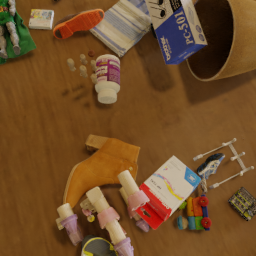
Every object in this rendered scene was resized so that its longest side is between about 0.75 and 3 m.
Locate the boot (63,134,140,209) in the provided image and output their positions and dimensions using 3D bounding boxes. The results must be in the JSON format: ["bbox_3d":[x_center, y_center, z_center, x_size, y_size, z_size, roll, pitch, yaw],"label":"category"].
[{"bbox_3d":[-0.683,1.427,8.174,1.776,0.873,2.480,17,69,8],"label":"boot"}]

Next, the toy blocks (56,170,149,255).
[{"bbox_3d":[-0.459,2.637,7.135,2.320,2.168,1.953,-27,69,-11],"label":"toy blocks"}]

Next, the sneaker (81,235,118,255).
[{"bbox_3d":[-0.392,4.020,7.354,1.075,1.221,2.886,-22,96,-16],"label":"sneaker"}]

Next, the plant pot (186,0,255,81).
[{"bbox_3d":[3.652,-2.864,8.831,2.809,2.618,2.618,-6,72,-17],"label":"plant pot"}]

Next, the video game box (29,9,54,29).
[{"bbox_3d":[-3.153,-3.959,10.199,0.793,0.186,0.723,4,75,1],"label":"video game box"}]

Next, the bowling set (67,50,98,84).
[{"bbox_3d":[-1.166,-1.857,8.319,1.122,0.602,0.781,35,77,7],"label":"bowling set"}]

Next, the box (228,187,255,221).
[{"bbox_3d":[3.471,2.244,8.301,0.631,0.174,0.788,-41,77,-11],"label":"box"}]

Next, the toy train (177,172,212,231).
[{"bbox_3d":[1.856,2.138,8.136,0.930,0.680,1.606,-7,73,12],"label":"toy train"}]

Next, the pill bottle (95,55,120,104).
[{"bbox_3d":[-0.666,-1.570,9.135,0.813,0.813,1.448,-1,72,0],"label":"pill bottle"}]

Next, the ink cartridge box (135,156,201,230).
[{"bbox_3d":[1.035,1.792,7.894,1.852,0.623,1.076,-38,65,-26],"label":"ink cartridge box"}]

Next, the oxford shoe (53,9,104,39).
[{"bbox_3d":[-1.751,-3.794,9.766,1.905,0.679,0.694,-17,57,8],"label":"oxford shoe"}]

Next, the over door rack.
[{"bbox_3d":[2.925,1.063,8.504,1.473,0.491,1.088,-24,74,-7],"label":"over door rack"}]

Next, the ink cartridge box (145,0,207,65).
[{"bbox_3d":[1.342,-3.391,8.433,0.586,1.246,2.651,-9,79,-38],"label":"ink cartridge box"}]

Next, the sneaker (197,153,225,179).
[{"bbox_3d":[2.571,1.148,8.583,1.042,0.394,0.401,-36,101,-12],"label":"sneaker"}]

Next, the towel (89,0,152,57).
[{"bbox_3d":[-0.047,-3.787,10.105,1.740,0.282,2.369,41,75,13],"label":"towel"}]

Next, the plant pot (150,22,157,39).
[{"bbox_3d":[1.325,-3.479,9.741,0.878,0.780,0.880,29,76,8],"label":"plant pot"}]

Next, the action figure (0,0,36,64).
[{"bbox_3d":[-4.370,-3.783,9.881,1.719,0.796,2.911,-18,70,-2],"label":"action figure"}]
